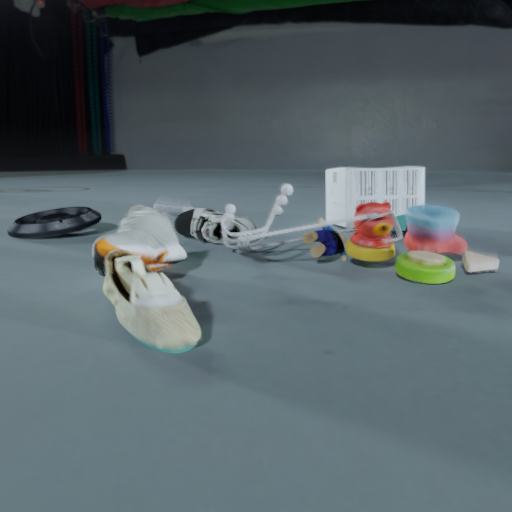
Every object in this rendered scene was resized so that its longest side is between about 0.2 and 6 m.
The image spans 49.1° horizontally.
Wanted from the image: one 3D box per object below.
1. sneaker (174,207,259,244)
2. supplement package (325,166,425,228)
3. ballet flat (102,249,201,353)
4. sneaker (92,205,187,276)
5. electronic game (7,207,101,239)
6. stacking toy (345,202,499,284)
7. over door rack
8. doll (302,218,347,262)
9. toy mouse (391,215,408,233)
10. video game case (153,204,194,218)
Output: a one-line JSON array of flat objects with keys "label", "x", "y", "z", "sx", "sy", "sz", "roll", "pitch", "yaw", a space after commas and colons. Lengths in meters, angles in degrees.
[{"label": "sneaker", "x": -1.043, "y": -0.669, "z": 12.749, "sx": 2.070, "sy": 0.767, "sz": 0.916, "roll": 5, "pitch": 11, "yaw": 20}, {"label": "supplement package", "x": 3.185, "y": -1.634, "z": 15.308, "sx": 2.145, "sy": 1.578, "sz": 2.052, "roll": -2, "pitch": 8, "yaw": -8}, {"label": "ballet flat", "x": -1.412, "y": 0.449, "z": 6.860, "sx": 0.784, "sy": 0.725, "sz": 2.324, "roll": -12, "pitch": 21, "yaw": -31}, {"label": "sneaker", "x": -1.986, "y": -0.314, "z": 9.046, "sx": 0.894, "sy": 1.086, "sz": 2.361, "roll": -20, "pitch": -6, "yaw": 13}, {"label": "electronic game", "x": -5.107, "y": -0.828, "z": 14.246, "sx": 2.293, "sy": 0.477, "sz": 2.293, "roll": -6, "pitch": 16, "yaw": 2}, {"label": "stacking toy", "x": 2.963, "y": -0.409, "z": 9.865, "sx": 2.282, "sy": 0.964, "sz": 2.066, "roll": -10, "pitch": 23, "yaw": -25}, {"label": "over door rack", "x": 0.889, "y": -0.628, "z": 10.479, "sx": 3.049, "sy": 1.015, "sz": 2.252, "roll": 1, "pitch": -5, "yaw": -2}, {"label": "doll", "x": 1.412, "y": -0.300, "z": 10.847, "sx": 0.351, "sy": 0.988, "sz": 1.448, "roll": -36, "pitch": -15, "yaw": 28}, {"label": "toy mouse", "x": 3.469, "y": -0.780, "z": 13.659, "sx": 1.899, "sy": 0.413, "sz": 2.137, "roll": 0, "pitch": 1, "yaw": 30}, {"label": "video game case", "x": -1.913, "y": -1.161, "z": 15.218, "sx": 1.321, "sy": 0.157, "sz": 1.203, "roll": 9, "pitch": -6, "yaw": 28}]
